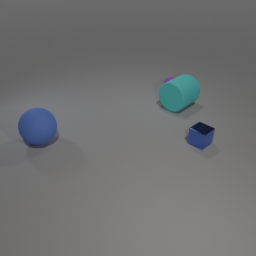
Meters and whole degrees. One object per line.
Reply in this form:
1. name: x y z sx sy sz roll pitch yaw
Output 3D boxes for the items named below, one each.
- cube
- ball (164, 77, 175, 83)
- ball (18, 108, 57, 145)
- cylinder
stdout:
1. cube: 2.768 0.293 10.644 0.700 0.700 0.700 -27 41 -36
2. ball: 2.171 -2.241 14.259 0.700 0.700 0.700 0 32 0
3. ball: -3.378 -0.065 10.509 1.400 1.400 1.400 0 32 0
4. cylinder: 2.394 -1.634 13.020 1.400 1.400 1.400 27 41 35
